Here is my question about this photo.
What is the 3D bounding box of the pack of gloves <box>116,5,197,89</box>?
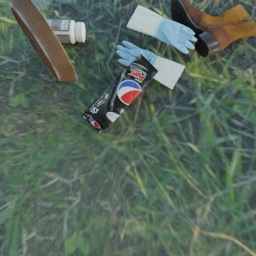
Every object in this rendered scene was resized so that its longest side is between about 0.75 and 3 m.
[{"bbox_3d":[0.935,-2.704,9.497,2.436,0.481,2.047,29,92,11],"label":"pack of gloves"}]

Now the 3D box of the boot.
[{"bbox_3d":[3.136,-3.994,9.946,2.698,0.924,2.540,-29,70,-19],"label":"boot"}]

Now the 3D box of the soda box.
[{"bbox_3d":[-0.222,-1.057,8.511,0.810,0.905,2.557,43,69,-8],"label":"soda box"}]

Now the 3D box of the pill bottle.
[{"bbox_3d":[-2.251,-3.389,9.868,1.401,0.797,0.797,2,63,0],"label":"pill bottle"}]

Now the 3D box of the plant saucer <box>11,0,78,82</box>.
[{"bbox_3d":[-2.524,-2.527,8.231,0.514,2.982,2.982,-35,68,-10],"label":"plant saucer"}]
